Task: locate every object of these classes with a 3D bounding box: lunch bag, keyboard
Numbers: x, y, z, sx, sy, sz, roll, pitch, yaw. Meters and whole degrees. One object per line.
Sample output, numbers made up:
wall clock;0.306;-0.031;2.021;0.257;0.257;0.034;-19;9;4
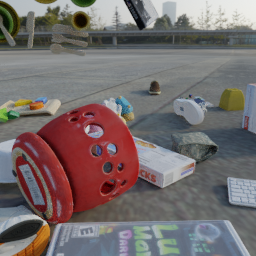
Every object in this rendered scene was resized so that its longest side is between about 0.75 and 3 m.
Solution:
lunch bag;1.570;0.441;6.634;0.960;0.564;0.787;-6;18;-3
keyboard;3.203;1.253;4.790;2.829;0.151;0.796;5;19;15

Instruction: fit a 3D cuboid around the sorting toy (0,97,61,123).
sorting toy;-3.819;-0.761;10.561;2.122;0.423;2.871;-1;17;-4

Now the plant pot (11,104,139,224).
plant pot;-0.875;0.577;4.502;1.659;1.659;1.511;16;30;41

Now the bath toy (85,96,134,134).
bath toy;-0.834;-0.158;8.094;2.313;0.855;1.006;-24;70;-43

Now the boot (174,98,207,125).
boot;2.394;-0.694;9.747;0.967;0.779;2.141;-9;18;-9

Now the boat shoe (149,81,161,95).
boat shoe;1.368;-2.147;14.547;0.609;0.610;1.650;0;18;0

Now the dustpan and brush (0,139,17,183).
dustpan and brush;-2.435;0.769;5.617;2.780;0.796;1.940;-6;13;-39

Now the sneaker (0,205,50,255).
sneaker;-2.059;1.457;3.461;1.974;0.747;0.908;-3;9;-34

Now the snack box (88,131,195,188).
snack box;0.083;0.569;6.561;1.029;0.348;2.863;-15;23;-39

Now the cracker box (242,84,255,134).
cracker box;4.181;-0.405;7.845;0.606;1.408;2.101;-5;19;-16

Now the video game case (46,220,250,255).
video game case;0.263;1.836;2.708;2.460;0.316;2.706;0;18;-2

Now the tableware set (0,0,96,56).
tableware set;-1.880;-2.371;5.372;2.509;1.690;0.385;10;18;-7

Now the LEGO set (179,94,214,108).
LEGO set;2.814;-1.076;11.991;1.047;0.344;1.401;-6;30;-22

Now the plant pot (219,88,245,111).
plant pot;4.194;-1.177;11.262;0.770;0.793;0.775;-3;17;-8

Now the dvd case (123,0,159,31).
dvd case;0.272;-3.604;7.842;0.246;1.494;1.987;-24;18;26
